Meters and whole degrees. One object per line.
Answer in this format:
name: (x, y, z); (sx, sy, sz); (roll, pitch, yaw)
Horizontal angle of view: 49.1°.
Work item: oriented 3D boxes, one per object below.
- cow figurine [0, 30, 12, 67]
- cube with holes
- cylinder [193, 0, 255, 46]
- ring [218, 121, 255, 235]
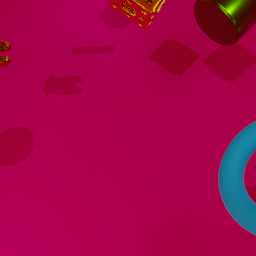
cow figurine: (-3.069, -1.623, 5.301); (1.347, 1.369, 0.751); (-1, 79, -4)
cube with holes: (0.272, -2.666, 5.360); (0.944, 0.944, 0.944); (35, 89, -2)
cylinder: (2.137, -2.481, 5.649); (1.160, 1.160, 1.160); (-44, 71, -3)
ring: (2.025, 0.582, 3.707); (0.357, 1.784, 1.784); (32, 59, -33)
